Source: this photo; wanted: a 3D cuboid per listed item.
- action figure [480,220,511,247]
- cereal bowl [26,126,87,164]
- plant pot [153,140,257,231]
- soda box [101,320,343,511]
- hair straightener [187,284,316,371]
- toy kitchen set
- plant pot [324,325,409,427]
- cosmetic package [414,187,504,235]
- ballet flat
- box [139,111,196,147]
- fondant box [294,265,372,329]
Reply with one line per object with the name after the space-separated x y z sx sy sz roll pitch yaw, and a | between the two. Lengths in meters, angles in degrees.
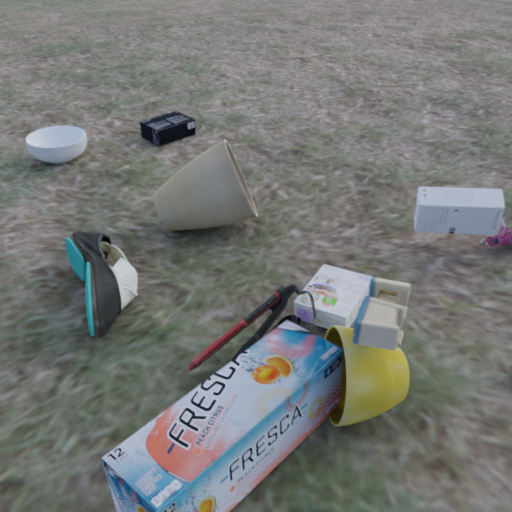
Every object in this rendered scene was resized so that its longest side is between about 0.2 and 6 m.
4.351 -0.263 9.796 0.831 0.557 0.619 -9 49 -22 | action figure
-4.590 -2.521 12.984 1.339 0.558 1.339 0 33 0 | cereal bowl
-0.996 -1.097 10.233 1.610 1.508 1.508 -23 35 5 | plant pot
-0.223 1.876 6.107 0.892 0.959 2.806 24 41 36 | soda box
0.110 1.140 7.607 0.839 0.446 2.181 49 53 5 | hair straightener
1.283 1.075 6.780 0.870 1.477 1.184 10 31 18 | toy kitchen set
1.321 1.422 6.687 0.833 1.173 1.173 2 34 -7 | plant pot
3.455 -0.766 9.617 1.381 0.702 0.511 3 50 11 | cosmetic package
-2.334 0.277 8.636 0.869 0.863 2.540 -8 35 -23 | ballet flat
-2.218 -3.216 14.103 1.148 0.453 0.810 -27 46 -33 | box
1.181 0.629 8.510 0.829 0.335 1.149 15 35 25 | fondant box
